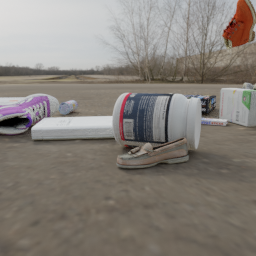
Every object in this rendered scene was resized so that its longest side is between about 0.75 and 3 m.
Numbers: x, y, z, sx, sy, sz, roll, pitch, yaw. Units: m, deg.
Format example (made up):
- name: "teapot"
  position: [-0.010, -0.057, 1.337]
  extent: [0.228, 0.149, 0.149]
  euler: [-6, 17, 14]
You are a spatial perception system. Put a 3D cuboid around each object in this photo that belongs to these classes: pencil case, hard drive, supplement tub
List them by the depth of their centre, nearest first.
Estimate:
- name: "supplement tub"
  position: [0.643, -0.141, 6.101]
  extent: [1.744, 1.224, 1.224]
  euler: [4, 12, 20]
- name: "hard drive"
  position: [-1.093, -0.042, 7.898]
  extent: [2.758, 0.362, 1.819]
  euler: [-1, 11, -6]
- name: "pencil case"
  position: [-2.547, -0.884, 11.911]
  extent: [0.556, 0.509, 1.226]
  euler: [-14, 9, 10]

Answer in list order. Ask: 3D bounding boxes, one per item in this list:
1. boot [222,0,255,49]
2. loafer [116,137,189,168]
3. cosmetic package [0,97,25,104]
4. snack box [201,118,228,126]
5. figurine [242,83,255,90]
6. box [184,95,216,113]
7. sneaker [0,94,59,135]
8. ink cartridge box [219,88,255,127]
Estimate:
- name: "boot"
  position: [3.823, -3.585, 9.754]
  extent: [1.080, 0.756, 2.015]
  euler: [-22, -35, 8]
- name: "loafer"
  position: [0.467, 0.436, 5.212]
  extent: [1.432, 0.450, 0.515]
  euler: [-4, 12, -20]
- name: "cosmetic package"
  position: [-5.216, -0.701, 10.425]
  extent: [2.856, 0.738, 2.154]
  euler: [-2, 14, -9]
- name: "snack box"
  position: [2.632, -0.230, 9.420]
  extent: [1.321, 0.161, 0.475]
  euler: [5, 12, 26]
- name: "figurine"
  position: [6.091, -0.922, 10.883]
  extent: [2.908, 1.283, 2.981]
  euler: [10, 12, 9]
- name: "box"
  position: [2.452, -1.151, 12.807]
  extent: [2.796, 0.700, 2.817]
  euler: [5, 12, 22]
- name: "sneaker"
  position: [-2.928, -0.339, 8.389]
  extent: [1.488, 0.946, 2.610]
  euler: [16, 27, 39]
- name: "ink cartridge box"
  position: [3.818, -0.741, 9.468]
  extent: [0.686, 1.139, 1.568]
  euler: [-3, 11, -17]
